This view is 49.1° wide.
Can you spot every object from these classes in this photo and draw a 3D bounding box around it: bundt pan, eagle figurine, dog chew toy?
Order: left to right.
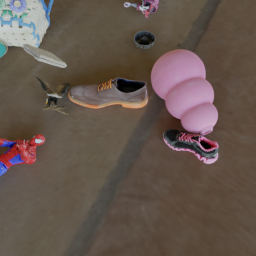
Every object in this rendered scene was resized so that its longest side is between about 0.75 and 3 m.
[{"bbox_3d":[-2.289,-1.064,8.502,0.938,0.943,1.243,-13,63,16],"label":"eagle figurine"},{"bbox_3d":[0.589,-3.110,10.017,0.783,0.294,0.783,0,60,0],"label":"bundt pan"},{"bbox_3d":[1.689,-0.974,8.045,1.599,1.599,2.569,-17,67,-10],"label":"dog chew toy"}]

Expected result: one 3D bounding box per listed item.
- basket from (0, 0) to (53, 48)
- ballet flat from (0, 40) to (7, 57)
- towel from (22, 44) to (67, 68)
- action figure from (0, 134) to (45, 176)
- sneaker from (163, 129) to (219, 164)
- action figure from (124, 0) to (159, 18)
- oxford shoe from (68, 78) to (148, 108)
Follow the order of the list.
[{"bbox_3d":[-3.792,-4.214,9.769,2.323,1.832,2.634,2,67,-3],"label":"basket"},{"bbox_3d":[-5.527,-2.470,9.275,2.879,0.971,0.898,-24,52,-14],"label":"ballet flat"},{"bbox_3d":[-2.258,-1.942,7.616,0.746,1.125,0.194,38,106,23],"label":"towel"},{"bbox_3d":[-3.456,0.861,6.986,2.966,1.468,0.968,-35,65,-22],"label":"action figure"},{"bbox_3d":[1.740,0.350,7.642,1.606,0.766,0.635,22,63,15],"label":"sneaker"},{"bbox_3d":[0.863,-5.114,11.021,1.574,1.416,2.114,21,65,-40],"label":"action figure"},{"bbox_3d":[-0.611,-1.177,8.478,2.473,0.902,0.882,0,59,0],"label":"oxford shoe"}]
